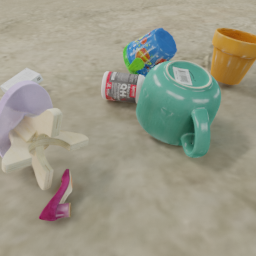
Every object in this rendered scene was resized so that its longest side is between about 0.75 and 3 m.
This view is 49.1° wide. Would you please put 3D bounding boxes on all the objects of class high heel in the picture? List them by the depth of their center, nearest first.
[{"bbox_3d":[-1.401,1.283,5.516,0.572,0.402,1.193,-4,44,-6],"label":"high heel"}]

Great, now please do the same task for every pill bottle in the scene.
[{"bbox_3d":[0.045,-1.229,8.626,1.594,0.882,0.882,8,36,8],"label":"pill bottle"}]

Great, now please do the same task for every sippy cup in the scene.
[{"bbox_3d":[0.827,-2.588,9.566,1.535,1.432,1.955,21,60,-32],"label":"sippy cup"}]

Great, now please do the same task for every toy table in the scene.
[{"bbox_3d":[-1.831,0.202,5.585,1.812,1.972,1.155,-29,50,-37],"label":"toy table"}]

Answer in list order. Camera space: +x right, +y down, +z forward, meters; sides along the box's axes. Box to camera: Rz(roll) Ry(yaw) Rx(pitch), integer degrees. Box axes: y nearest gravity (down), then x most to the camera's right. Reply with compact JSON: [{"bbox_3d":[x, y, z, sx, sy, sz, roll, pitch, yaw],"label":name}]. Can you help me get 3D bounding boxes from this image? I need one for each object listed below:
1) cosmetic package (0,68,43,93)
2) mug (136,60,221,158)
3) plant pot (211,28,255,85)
[{"bbox_3d":[-3.519,-1.486,9.271,0.857,0.294,1.137,29,60,33],"label":"cosmetic package"},{"bbox_3d":[1.444,-0.653,6.991,2.406,1.488,1.977,39,49,24],"label":"mug"},{"bbox_3d":[3.499,-2.336,9.352,1.651,1.512,1.651,8,33,-5],"label":"plant pot"}]
